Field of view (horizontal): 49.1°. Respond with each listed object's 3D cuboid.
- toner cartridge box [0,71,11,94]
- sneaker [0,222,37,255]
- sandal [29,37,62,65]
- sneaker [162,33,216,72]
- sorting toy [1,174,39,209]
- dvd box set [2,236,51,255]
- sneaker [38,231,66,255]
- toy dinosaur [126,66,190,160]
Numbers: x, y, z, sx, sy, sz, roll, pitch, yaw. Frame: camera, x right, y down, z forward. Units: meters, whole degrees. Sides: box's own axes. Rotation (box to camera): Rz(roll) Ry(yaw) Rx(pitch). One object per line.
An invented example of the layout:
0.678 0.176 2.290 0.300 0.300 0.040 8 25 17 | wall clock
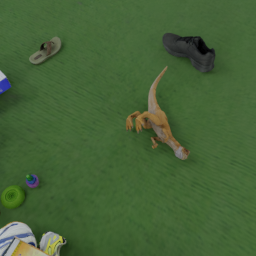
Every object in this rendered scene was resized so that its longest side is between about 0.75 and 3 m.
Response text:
-4.293 -0.876 7.113 2.260 0.488 1.074 -41 75 -20 | toner cartridge box
-2.529 2.628 5.089 0.858 0.733 1.946 12 55 50 | sneaker
-2.421 -2.318 8.282 0.462 0.332 1.165 33 66 17 | sandal
1.774 -2.363 8.044 1.775 0.805 0.674 34 68 19 | sneaker
-2.647 1.486 6.028 1.524 0.525 0.529 -37 67 -18 | sorting toy
-1.609 2.870 4.908 1.687 0.248 1.235 38 63 -16 | dvd box set
-1.569 2.666 5.392 0.478 0.472 1.252 8 62 5 | sneaker
0.677 -0.289 7.038 1.384 0.787 2.605 -6 66 -27 | toy dinosaur
